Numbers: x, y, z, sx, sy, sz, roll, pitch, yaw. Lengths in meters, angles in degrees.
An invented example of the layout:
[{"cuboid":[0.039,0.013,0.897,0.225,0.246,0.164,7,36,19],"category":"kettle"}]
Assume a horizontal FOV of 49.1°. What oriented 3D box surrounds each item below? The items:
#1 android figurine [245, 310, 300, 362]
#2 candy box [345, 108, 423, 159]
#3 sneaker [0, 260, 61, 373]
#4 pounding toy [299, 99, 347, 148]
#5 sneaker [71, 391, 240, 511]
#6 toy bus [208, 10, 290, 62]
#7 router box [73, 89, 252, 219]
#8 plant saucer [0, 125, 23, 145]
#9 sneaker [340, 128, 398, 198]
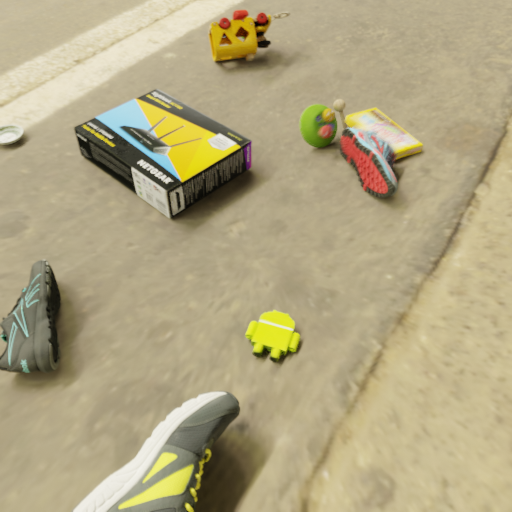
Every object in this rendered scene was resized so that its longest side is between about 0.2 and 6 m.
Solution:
[{"cuboid":[0.296,1.343,9.621,0.906,0.204,0.995,14,48,9],"category":"android figurine"},{"cuboid":[3.143,-3.039,13.894,0.969,0.250,1.896,-21,50,-19],"category":"candy box"},{"cuboid":[-3.877,0.972,9.554,0.922,0.877,2.326,-10,46,-7],"category":"sneaker"},{"cuboid":[1.748,-3.181,13.410,1.338,1.032,0.621,-22,14,-22],"category":"pounding toy"},{"cuboid":[-1.129,3.096,7.490,1.226,1.079,2.897,37,65,23],"category":"sneaker"},{"cuboid":[-0.334,-6.372,16.513,2.233,1.154,2.107,-2,12,38],"category":"toy bus"},{"cuboid":[-2.149,-2.491,12.922,3.378,0.862,2.519,34,55,29],"category":"router box"},{"cuboid":[-6.153,-2.949,13.844,0.808,0.203,0.808,0,46,0],"category":"plant saucer"},{"cuboid":[2.780,-2.220,12.634,1.100,0.913,2.303,-7,47,-15],"category":"sneaker"}]
